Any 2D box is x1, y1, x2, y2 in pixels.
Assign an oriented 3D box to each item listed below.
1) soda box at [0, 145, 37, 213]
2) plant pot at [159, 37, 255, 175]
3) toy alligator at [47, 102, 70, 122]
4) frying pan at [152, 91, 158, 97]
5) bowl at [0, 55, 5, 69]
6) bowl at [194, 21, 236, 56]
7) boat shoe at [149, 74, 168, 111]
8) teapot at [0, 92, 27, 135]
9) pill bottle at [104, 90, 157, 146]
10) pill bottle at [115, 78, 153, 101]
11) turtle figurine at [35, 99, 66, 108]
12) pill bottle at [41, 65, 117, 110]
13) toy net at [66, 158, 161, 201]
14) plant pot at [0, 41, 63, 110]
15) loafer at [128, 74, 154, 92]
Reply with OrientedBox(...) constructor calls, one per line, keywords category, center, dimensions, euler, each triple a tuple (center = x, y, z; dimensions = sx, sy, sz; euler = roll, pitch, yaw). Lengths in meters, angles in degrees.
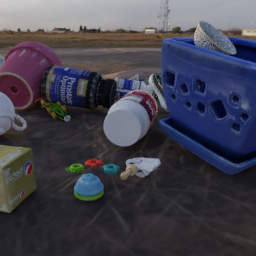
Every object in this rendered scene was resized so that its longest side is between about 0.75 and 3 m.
OrientedBox(category="soda box", center=(-3.322, 0.863, 5.619), dimensions=(2.799, 0.948, 0.896), euler=(5, 20, 15))
OrientedBox(category="plant pot", center=(2.619, -0.673, 6.967), dimensions=(2.972, 2.672, 2.971), euler=(-14, 34, -34))
OrientedBox(category="toy alligator", center=(-2.508, -0.508, 10.338), dimensions=(0.548, 0.397, 1.654), euler=(-35, 43, -16))
OrientedBox(category="frying pan", center=(1.533, -1.566, 13.136), dimensions=(2.737, 0.445, 1.655), euler=(-5, 20, -8))
OrientedBox(category="bowl", center=(-8.285, -3.692, 17.579), dimensions=(1.920, 1.920, 0.901), euler=(9, 50, 24))
OrientedBox(category="bowl", center=(1.937, -1.947, 6.606), dimensions=(1.125, 0.528, 1.125), euler=(22, 41, -21))
OrientedBox(category="boat shoe", center=(1.527, -1.592, 11.310), dimensions=(0.788, 0.710, 2.229), euler=(11, 39, -32))
OrientedBox(category="teapot", center=(-4.070, -0.266, 8.506), dimensions=(1.596, 1.575, 1.165), euler=(-34, 71, -22))
OrientedBox(category="pill bottle", center=(0.119, -0.342, 8.493), dimensions=(1.271, 1.271, 2.226), euler=(5, 20, 14))
OrientedBox(category="pill bottle", center=(0.222, -1.593, 12.271), dimensions=(1.706, 0.987, 0.987), euler=(10, 21, 4))
OrientedBox(category="turtle figurine", center=(-3.056, -0.854, 11.120), dimensions=(1.000, 0.399, 1.240), euler=(14, -1, 14))
OrientedBox(category="pill bottle", center=(-1.916, -1.586, 11.345), dimensions=(2.748, 1.537, 1.537), euler=(10, 21, 7))
OrientedBox(category="toy net", center=(-0.256, 0.987, 6.190), dimensions=(2.053, 0.396, 1.077), euler=(-8, 19, -26))
OrientedBox(category="plant pot", center=(-4.334, -2.069, 11.896), dimensions=(2.595, 2.595, 2.322), euler=(4, 35, 10))
OrientedBox(category="loafer", center=(0.436, -2.335, 14.501), dimensions=(2.679, 0.935, 0.937), euler=(0, 20, 0))
